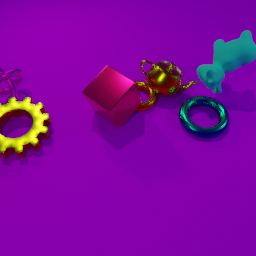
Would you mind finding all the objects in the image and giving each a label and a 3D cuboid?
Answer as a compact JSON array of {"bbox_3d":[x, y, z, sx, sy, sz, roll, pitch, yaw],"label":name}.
[{"bbox_3d":[-3.714,-1.330,8.179,0.646,1.309,1.399,15,68,31],"label":"knot shape"},{"bbox_3d":[-0.410,-0.854,7.800,1.075,1.075,1.075,36,78,24],"label":"cube"},{"bbox_3d":[0.285,-0.998,8.638,1.242,0.248,1.242,0,51,0],"label":"ring"},{"bbox_3d":[1.211,-1.554,8.550,1.877,0.919,1.167,24,37,-7],"label":"teapot"},{"bbox_3d":[2.175,-0.345,8.029,1.438,0.288,1.438,0,55,0],"label":"ring"},{"bbox_3d":[2.872,-1.863,8.033,1.718,0.943,1.690,-15,45,31],"label":"cow figurine"},{"bbox_3d":[-3.039,-0.042,7.656,1.788,0.331,1.788,2,58,-3],"label":"gear"}]
